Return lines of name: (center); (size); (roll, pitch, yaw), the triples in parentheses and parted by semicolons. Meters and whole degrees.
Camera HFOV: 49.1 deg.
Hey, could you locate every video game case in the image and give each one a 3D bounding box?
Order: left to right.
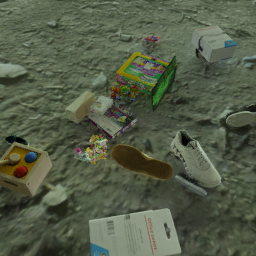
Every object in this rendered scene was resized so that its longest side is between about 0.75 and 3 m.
video game case: (-0.668, -0.384, 11.872); (1.559, 0.279, 1.413); (36, 59, 28)

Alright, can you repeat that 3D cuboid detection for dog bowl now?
dog bowl: (4.271, -3.814, 14.693); (1.544, 0.453, 1.544); (0, 50, 0)

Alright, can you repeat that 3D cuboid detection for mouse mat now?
mouse mat: (1.551, -1.864, 11.990); (0.078, 1.675, 2.082); (27, 69, 20)

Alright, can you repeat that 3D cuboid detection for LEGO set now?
LEGO set: (-1.073, 0.554, 9.693); (0.920, 0.744, 1.999); (18, 21, 5)

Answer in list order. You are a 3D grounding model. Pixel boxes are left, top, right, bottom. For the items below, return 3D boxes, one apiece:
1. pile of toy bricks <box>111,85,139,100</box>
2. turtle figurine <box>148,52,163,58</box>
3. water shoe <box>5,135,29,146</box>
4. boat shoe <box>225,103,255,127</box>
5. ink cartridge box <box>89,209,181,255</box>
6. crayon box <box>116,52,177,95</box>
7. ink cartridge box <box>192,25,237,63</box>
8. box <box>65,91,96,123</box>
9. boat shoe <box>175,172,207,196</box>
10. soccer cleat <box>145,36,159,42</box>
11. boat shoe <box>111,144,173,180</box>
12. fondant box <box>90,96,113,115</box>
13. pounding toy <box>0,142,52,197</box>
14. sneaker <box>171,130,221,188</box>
pile of toy bricks: (-0.196, -1.725, 12.792); (1.300, 0.642, 0.721); (11, 51, 9)
turtle figurine: (1.251, -3.590, 14.432); (0.851, 0.572, 1.136); (-10, 31, -30)
water shoe: (-4.419, 0.452, 11.081); (1.096, 0.433, 0.392); (17, 52, 14)
boat shoe: (5.003, -0.633, 11.753); (2.249, 0.831, 0.678); (-11, 51, -13)
ink cartridge box: (0.163, 3.379, 8.331); (2.482, 0.828, 1.438); (-7, 50, -6)
crayon box: (0.900, -2.614, 13.525); (2.314, 0.675, 1.997); (23, 55, 18)
ink cartridge box: (4.344, -4.318, 14.297); (1.409, 0.813, 1.943); (-15, 52, -12)
box: (-1.984, -0.911, 12.056); (0.535, 0.654, 1.377); (19, 53, 31)
boat shoe: (2.238, 1.931, 9.813); (1.210, 0.415, 0.343); (29, 69, 25)
soccer cleat: (1.339, -5.016, 15.858); (0.808, 0.270, 0.309); (-2, 67, 2)
boat shoe: (0.469, 1.319, 10.113); (2.315, 0.801, 0.853); (24, 74, 11)
fondant box: (-1.126, -0.982, 12.050); (0.610, 0.246, 0.846); (21, 52, 23)
pounding toy: (-3.943, 1.368, 9.760); (1.776, 1.263, 1.635); (15, 51, 12)
sneaker: (2.445, 1.090, 10.196); (0.921, 0.994, 2.452); (-23, 55, -21)
